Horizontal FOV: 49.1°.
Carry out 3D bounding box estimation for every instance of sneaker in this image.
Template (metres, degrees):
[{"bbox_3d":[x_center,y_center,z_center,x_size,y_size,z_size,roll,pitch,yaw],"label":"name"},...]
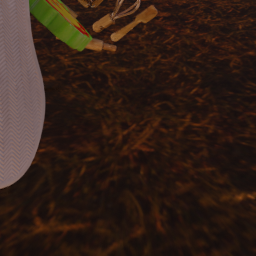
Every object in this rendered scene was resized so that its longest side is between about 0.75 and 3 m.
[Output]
[{"bbox_3d":[-2.113,-0.708,3.752,1.730,2.994,1.103,-8,-8,33],"label":"sneaker"}]

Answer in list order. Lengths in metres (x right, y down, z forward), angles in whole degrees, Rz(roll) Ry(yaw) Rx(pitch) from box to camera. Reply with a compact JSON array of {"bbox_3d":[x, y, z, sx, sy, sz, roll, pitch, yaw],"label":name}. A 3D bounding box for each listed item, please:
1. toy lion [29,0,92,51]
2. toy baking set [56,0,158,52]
[{"bbox_3d":[-1.602,-2.396,5.266,0.791,2.209,2.305,-44,27,13],"label":"toy lion"},{"bbox_3d":[-0.659,-2.716,6.997,2.575,1.976,0.300,11,53,-20],"label":"toy baking set"}]
